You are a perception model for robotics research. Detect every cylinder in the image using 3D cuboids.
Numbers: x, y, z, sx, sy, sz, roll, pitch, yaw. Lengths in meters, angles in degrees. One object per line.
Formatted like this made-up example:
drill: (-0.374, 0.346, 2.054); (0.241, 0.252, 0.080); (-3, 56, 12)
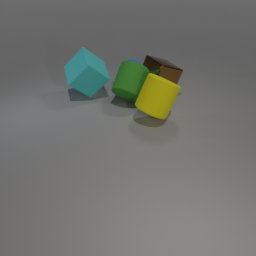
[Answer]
cylinder: (0.125, -2.093, 12.667); (1.400, 1.400, 1.400); (15, 79, 23)
cylinder: (1.179, -1.275, 11.227); (1.400, 1.400, 1.400); (22, 16, -7)

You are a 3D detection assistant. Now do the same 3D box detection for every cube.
cube: (1.538, -2.561, 13.741); (1.400, 1.400, 1.400); (3, 30, -37)
cube: (-1.927, -2.580, 13.089); (1.400, 1.400, 1.400); (28, 32, -43)

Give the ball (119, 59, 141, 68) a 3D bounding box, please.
ball: (0.179, -2.914, 14.781); (1.400, 1.400, 1.400); (0, 31, 0)
